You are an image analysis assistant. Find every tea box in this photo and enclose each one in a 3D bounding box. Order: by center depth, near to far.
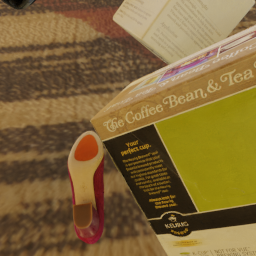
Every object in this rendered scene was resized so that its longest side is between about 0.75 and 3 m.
[{"bbox_3d":[1.166,0.184,3.237,2.174,2.139,1.453,-19,18,29],"label":"tea box"}]

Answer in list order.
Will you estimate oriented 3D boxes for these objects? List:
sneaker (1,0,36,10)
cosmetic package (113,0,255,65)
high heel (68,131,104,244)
[{"bbox_3d":[-1.419,-2.100,4.011,2.011,0.743,0.814,-15,92,-42],"label":"sneaker"},{"bbox_3d":[0.893,-2.029,4.838,1.653,1.363,1.364,-51,38,13],"label":"cosmetic package"},{"bbox_3d":[-0.541,0.776,3.826,0.497,0.709,1.474,-1,52,4],"label":"high heel"}]
